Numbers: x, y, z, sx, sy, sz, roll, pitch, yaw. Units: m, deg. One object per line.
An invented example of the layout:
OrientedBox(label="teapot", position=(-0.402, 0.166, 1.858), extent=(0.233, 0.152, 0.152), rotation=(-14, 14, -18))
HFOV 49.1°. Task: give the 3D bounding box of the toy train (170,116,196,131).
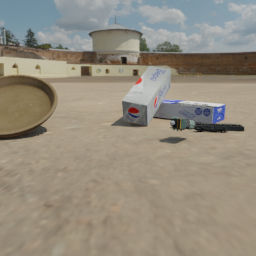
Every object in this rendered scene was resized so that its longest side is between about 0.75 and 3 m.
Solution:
OrientedBox(label="toy train", position=(1.352, -0.089, 6.856), extent=(0.463, 0.346, 0.812), rotation=(6, 0, 35))

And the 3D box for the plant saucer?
OrientedBox(label="plant saucer", position=(-3.293, -0.638, 7.921), extent=(2.590, 0.381, 2.590), rotation=(2, 44, -2))

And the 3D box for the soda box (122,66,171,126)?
OrientedBox(label="soda box", position=(0.697, -1.182, 9.606), extent=(0.883, 0.820, 2.586), rotation=(13, 41, 20))

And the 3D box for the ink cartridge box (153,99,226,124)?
OrientedBox(label="ink cartridge box", position=(2.029, -0.664, 10.358), extent=(2.737, 0.605, 1.287), rotation=(9, 14, 35))

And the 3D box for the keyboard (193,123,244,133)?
OrientedBox(label="keyboard", position=(2.505, -0.037, 8.347), extent=(1.786, 0.184, 1.135), rotation=(2, 11, 13))
